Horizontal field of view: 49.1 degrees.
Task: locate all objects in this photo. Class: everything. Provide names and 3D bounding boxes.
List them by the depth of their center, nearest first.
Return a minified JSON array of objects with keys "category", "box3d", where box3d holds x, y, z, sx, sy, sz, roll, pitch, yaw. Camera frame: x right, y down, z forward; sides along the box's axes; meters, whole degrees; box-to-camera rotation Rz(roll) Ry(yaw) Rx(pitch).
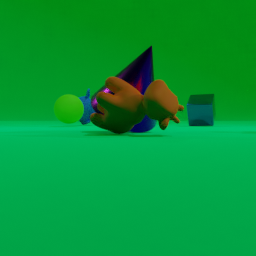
[{"category":"cow figurine","box3d":[0.122,-0.267,4.313,1.249,0.697,1.269,26,-37,-1]},{"category":"cone","box3d":[0.163,-0.869,5.096,1.363,1.368,1.363,17,34,-12]},{"category":"ball","box3d":[-2.125,-0.678,10.082,1.056,1.056,1.056,0,2,0]},{"category":"cube","box3d":[2.884,-0.707,10.986,0.952,0.952,0.952,0,30,23]},{"category":"monkey head","box3d":[-2.009,-0.926,12.892,1.183,1.963,1.412,39,25,-11]}]
